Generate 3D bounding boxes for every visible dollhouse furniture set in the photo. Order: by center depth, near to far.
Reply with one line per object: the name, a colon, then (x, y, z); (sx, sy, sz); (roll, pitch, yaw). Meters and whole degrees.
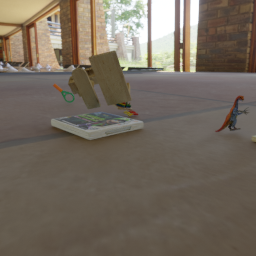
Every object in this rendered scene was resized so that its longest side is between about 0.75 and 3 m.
dollhouse furniture set: (-1.105, -2.060, 9.512); (2.088, 1.789, 2.195); (-11, 41, 11)

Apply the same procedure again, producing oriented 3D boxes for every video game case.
video game case: (-0.936, -0.139, 8.311); (1.910, 0.245, 2.100); (-11, 18, -40)

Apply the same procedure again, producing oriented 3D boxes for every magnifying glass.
magnifying glass: (-2.888, -1.578, 12.593); (0.447, 1.123, 0.126); (-55, 13, -22)

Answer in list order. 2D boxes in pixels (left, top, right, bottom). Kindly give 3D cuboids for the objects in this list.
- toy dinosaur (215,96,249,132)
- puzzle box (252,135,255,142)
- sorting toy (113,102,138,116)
toy dinosaur: (2.855, -0.397, 7.546); (1.010, 0.916, 0.530); (-6, -6, 6)
puzzle box: (3.661, 0.279, 6.860); (1.019, 0.130, 0.678); (-6, 15, -24)
sorting toy: (-0.259, -0.912, 10.125); (0.756, 0.265, 1.569); (0, 32, -48)
